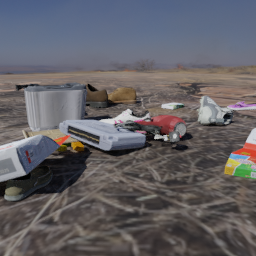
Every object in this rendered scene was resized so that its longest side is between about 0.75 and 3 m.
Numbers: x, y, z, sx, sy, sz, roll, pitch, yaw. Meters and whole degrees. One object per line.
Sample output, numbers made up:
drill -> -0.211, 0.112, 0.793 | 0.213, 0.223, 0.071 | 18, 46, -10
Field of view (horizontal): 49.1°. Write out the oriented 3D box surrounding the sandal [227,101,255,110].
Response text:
sandal -> 5.896, -1.176, 14.290 | 1.774, 0.436, 0.722 | -2, 14, -10

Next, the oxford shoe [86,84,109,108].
oxford shoe -> -2.329, -1.838, 15.375 | 2.926, 1.235, 1.063 | 5, 16, 24

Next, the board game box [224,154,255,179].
board game box -> 2.707, 0.882, 6.540 | 0.730, 0.192, 0.955 | 7, 16, 26

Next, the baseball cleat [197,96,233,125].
baseball cleat -> 3.582, -0.649, 11.629 | 1.409, 0.923, 2.647 | 9, 26, 13

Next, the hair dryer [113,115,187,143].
hair dryer -> 0.836, -0.159, 8.889 | 2.053, 0.732, 2.695 | 16, 6, 14

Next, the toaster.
toaster -> -2.699, -0.778, 10.159 | 2.554, 1.649, 1.451 | -6, 14, -26

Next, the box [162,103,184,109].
box -> 2.379, -1.161, 14.752 | 0.747, 0.188, 1.035 | 13, 20, 42

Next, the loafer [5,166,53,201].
loafer -> -1.930, 0.991, 5.577 | 0.478, 0.443, 1.271 | 4, 14, 14

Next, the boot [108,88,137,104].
boot -> -0.755, -1.868, 16.078 | 2.503, 0.944, 0.921 | -2, 16, -4

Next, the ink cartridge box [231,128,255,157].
ink cartridge box -> 4.205, 0.423, 7.640 | 2.320, 0.582, 1.881 | -10, 17, -44

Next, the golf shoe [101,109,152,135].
golf shoe -> -0.124, -0.253, 9.726 | 1.882, 0.867, 0.683 | 0, 12, 6

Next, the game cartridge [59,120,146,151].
game cartridge -> -0.736, 0.170, 8.418 | 2.410, 0.488, 1.607 | 17, 16, 42

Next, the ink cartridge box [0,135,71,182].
ink cartridge box -> -2.541, 0.512, 6.012 | 2.015, 0.623, 2.485 | -16, 14, 11

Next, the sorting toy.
sorting toy -> -2.174, 0.402, 8.381 | 1.673, 0.301, 2.246 | -2, 14, -25
